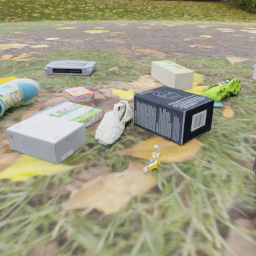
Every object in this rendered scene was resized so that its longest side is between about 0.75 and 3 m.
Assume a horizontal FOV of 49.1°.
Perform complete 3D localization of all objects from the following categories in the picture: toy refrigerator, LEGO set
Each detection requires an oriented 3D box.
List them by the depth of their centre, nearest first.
[{"bbox_3d":[0.538,0.778,6.576,0.284,0.352,0.764,6,54,49],"label":"LEGO set"},{"bbox_3d":[1.963,-2.481,12.776,0.911,0.839,2.399,-9,26,-17],"label":"toy refrigerator"}]

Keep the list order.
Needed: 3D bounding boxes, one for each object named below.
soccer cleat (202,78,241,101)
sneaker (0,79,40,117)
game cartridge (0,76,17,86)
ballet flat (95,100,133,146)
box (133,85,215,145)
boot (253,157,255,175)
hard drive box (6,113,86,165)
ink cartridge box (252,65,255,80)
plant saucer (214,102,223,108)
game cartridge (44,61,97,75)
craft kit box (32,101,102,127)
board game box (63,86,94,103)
[{"bbox_3d":[3.716,-1.532,11.021,2.133,0.720,0.864,-23,20,-39],"label":"soccer cleat"},{"bbox_3d":[-4.057,-0.901,9.370,2.444,0.972,1.595,-22,30,-21],"label":"sneaker"},{"bbox_3d":[-5.508,-1.865,12.219,1.585,0.257,1.397,-21,33,-33],"label":"game cartridge"},{"bbox_3d":[-0.418,-0.271,8.305,0.780,0.780,2.174,7,27,14],"label":"ballet flat"},{"bbox_3d":[1.301,-0.465,8.304,1.428,1.030,1.924,-21,33,-37],"label":"box"},{"bbox_3d":[3.226,1.242,4.866,1.895,0.754,2.298,-5,20,23],"label":"boot"},{"bbox_3d":[-2.107,0.221,7.353,1.595,0.612,1.243,13,28,25],"label":"hard drive box"},{"bbox_3d":[6.499,-2.643,13.281,0.964,0.703,0.399,-3,24,-9],"label":"ink cartridge box"},{"bbox_3d":[2.730,-0.846,10.189,1.321,0.125,0.462,0,26,2],"label":"plant saucer"},{"bbox_3d":[-2.955,-3.185,14.740,2.445,0.508,1.628,3,21,6],"label":"game cartridge"},{"bbox_3d":[-1.890,-0.365,8.879,1.551,0.381,1.570,12,26,29],"label":"craft kit box"},{"bbox_3d":[-1.941,-1.322,11.002,0.805,0.246,1.063,-19,33,-34],"label":"board game box"}]
